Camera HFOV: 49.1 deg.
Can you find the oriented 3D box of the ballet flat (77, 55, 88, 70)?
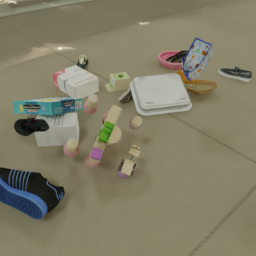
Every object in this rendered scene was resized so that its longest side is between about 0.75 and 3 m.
[{"bbox_3d":[-2.615,-3.861,16.168,0.626,0.626,1.713,1,37,2],"label":"ballet flat"}]

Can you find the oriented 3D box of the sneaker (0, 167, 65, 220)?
[{"bbox_3d":[-3.279,1.775,8.645,2.852,1.000,1.111,22,33,22],"label":"sneaker"}]

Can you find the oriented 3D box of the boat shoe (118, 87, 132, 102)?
[{"bbox_3d":[0.112,-1.628,13.368,0.532,0.453,1.591,-22,22,45],"label":"boat shoe"}]

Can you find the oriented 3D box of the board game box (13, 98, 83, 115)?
[{"bbox_3d":[-3.254,-0.922,11.432,2.259,0.530,1.705,4,12,32],"label":"board game box"}]

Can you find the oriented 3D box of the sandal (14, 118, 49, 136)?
[{"bbox_3d":[-2.933,-0.124,8.683,0.570,0.363,1.516,54,19,5],"label":"sandal"}]

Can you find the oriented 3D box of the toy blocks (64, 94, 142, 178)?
[{"bbox_3d":[-0.831,0.429,9.965,2.390,2.012,2.234,24,69,-7],"label":"toy blocks"}]

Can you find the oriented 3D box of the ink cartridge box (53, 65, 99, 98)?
[{"bbox_3d":[-2.577,-2.266,13.903,1.434,0.810,1.957,-29,46,-32],"label":"ink cartridge box"}]

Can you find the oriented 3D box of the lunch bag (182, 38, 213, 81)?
[{"bbox_3d":[2.712,-2.688,11.304,0.896,1.447,1.230,30,6,20],"label":"lunch bag"}]

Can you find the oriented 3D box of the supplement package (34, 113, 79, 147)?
[{"bbox_3d":[-2.703,0.057,10.790,1.528,0.927,0.915,-3,38,-3],"label":"supplement package"}]

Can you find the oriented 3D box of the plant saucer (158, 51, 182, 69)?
[{"bbox_3d":[2.695,-3.953,16.378,1.899,0.481,1.899,1,38,-1],"label":"plant saucer"}]

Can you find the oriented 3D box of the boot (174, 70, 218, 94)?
[{"bbox_3d":[3.200,-2.410,14.038,2.200,0.774,1.575,-8,47,2],"label":"boot"}]

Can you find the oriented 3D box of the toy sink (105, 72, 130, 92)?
[{"bbox_3d":[-0.543,-2.354,14.161,1.145,0.642,0.746,-12,39,-15],"label":"toy sink"}]

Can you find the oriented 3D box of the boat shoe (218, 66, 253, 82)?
[{"bbox_3d":[5.769,-3.024,15.065,1.769,0.600,0.635,24,44,28],"label":"boat shoe"}]

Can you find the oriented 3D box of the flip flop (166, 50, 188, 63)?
[{"bbox_3d":[3.001,-3.979,16.200,1.766,0.508,0.716,-27,50,-11],"label":"flip flop"}]

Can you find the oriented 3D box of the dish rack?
[{"bbox_3d":[1.517,-1.679,12.827,2.595,0.565,2.227,-8,58,-9],"label":"dish rack"}]
